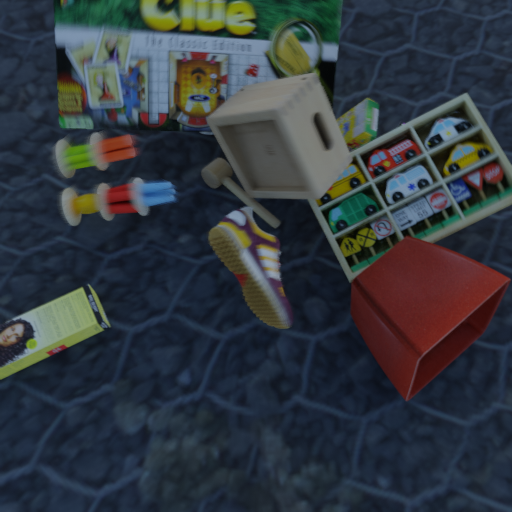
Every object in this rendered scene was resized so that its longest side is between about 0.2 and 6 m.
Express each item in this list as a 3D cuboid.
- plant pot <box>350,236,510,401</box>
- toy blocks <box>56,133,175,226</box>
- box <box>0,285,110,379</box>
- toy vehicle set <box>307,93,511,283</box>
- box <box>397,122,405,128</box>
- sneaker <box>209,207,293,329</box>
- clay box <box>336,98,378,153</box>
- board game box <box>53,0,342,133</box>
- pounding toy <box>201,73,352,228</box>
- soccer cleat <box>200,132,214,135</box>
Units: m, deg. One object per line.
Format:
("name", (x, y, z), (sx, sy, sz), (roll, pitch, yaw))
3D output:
("plant pot", (2.766, 0.907, 9.719), (2.057, 2.055, 1.812), (-36, 60, -14))
("toy blocks", (-2.704, -1.583, 10.920), (2.083, 0.756, 1.736), (-8, 87, 4))
("box", (-3.874, 1.393, 10.186), (2.217, 0.556, 0.835), (-26, 69, -12))
("toy vehicle set", (2.918, -1.279, 10.769), (3.621, 0.480, 2.250), (-27, 77, 4))
("box", (3.461, -2.246, 11.588), (1.276, 0.912, 0.230), (27, 83, 12))
("sneaker", (0.168, 0.215, 10.190), (1.054, 0.877, 2.340), (-41, 109, -32))
("clay box", (1.907, -2.533, 11.586), (0.345, 1.448, 0.832), (19, 67, -25))
("board game box", (-1.085, -3.876, 11.009), (5.458, 0.640, 2.859), (-1, 106, -11))
("pounding toy", (0.253, -1.915, 10.799), (2.948, 2.590, 1.349), (8, 47, 46))
("soccer cleat", (-1.013, -3.963, 12.276), (1.080, 0.964, 2.783), (-3, 79, -16))
